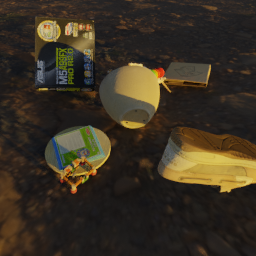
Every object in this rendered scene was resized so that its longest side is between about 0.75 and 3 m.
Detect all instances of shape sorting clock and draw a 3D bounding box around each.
[{"bbox_3d":[-1.283,0.552,7.222,1.675,0.329,1.675,-4,44,4],"label":"shape sorting clock"}]

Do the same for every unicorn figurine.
[{"bbox_3d":[0.306,-1.919,10.241,2.212,0.817,1.519,17,12,38],"label":"unicorn figurine"}]

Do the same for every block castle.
[{"bbox_3d":[-1.143,1.061,6.405,0.511,0.359,0.765,40,57,15],"label":"block castle"}]

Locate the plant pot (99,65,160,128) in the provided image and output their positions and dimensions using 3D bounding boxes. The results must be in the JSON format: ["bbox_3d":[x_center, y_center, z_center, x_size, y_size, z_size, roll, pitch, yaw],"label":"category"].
[{"bbox_3d":[0.115,-0.703,7.997,1.787,1.787,1.200,-5,50,-7],"label":"plant pot"}]

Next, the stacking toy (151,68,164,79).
[{"bbox_3d":[0.785,-1.811,9.639,0.574,0.574,1.344,24,35,30],"label":"stacking toy"}]

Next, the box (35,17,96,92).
[{"bbox_3d":[-2.218,-2.587,9.968,2.055,2.565,0.568,0,-9,-12],"label":"box"}]

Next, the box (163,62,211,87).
[{"bbox_3d":[2.357,-2.165,11.121,1.688,0.220,2.065,7,32,17],"label":"box"}]

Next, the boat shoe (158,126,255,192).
[{"bbox_3d":[1.896,0.720,5.600,2.925,0.944,1.042,14,25,-25],"label":"boat shoe"}]
